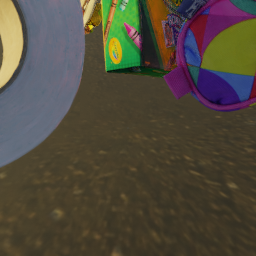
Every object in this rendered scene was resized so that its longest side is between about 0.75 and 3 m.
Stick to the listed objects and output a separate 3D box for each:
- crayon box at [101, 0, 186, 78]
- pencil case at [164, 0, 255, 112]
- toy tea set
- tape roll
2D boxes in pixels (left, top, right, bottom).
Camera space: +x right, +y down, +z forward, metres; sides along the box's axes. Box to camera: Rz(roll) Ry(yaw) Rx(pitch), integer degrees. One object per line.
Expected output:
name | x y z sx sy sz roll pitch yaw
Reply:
crayon box | 0.499 -1.455 4.311 0.624 1.271 2.141 0 6 35
pencil case | 1.258 -0.917 3.015 1.046 1.046 2.367 17 27 26
toy tea set | -0.820 -3.224 7.810 0.968 1.555 2.616 18 -1 -25
tape roll | -1.633 -0.805 2.477 2.454 2.454 0.858 -22 17 -32
